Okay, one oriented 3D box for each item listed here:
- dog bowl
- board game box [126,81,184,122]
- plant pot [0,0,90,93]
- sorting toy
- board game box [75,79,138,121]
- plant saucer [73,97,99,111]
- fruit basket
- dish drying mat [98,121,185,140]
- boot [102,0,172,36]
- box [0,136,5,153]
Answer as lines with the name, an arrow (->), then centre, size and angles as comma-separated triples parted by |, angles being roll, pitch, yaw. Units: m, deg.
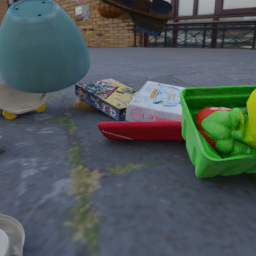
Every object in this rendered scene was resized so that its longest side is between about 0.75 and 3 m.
dog bowl -> -2.008, 1.668, 3.484 | 1.423, 0.417, 1.423 | -1, 19, 0
board game box -> 1.660, -0.692, 9.104 | 2.820, 0.582, 2.827 | 13, 26, 12
plant pot -> -2.774, -2.829, 8.863 | 2.984, 2.010, 2.984 | 1, 47, -1
sorting toy -> -4.431, -1.154, 10.498 | 2.165, 1.285, 2.405 | 7, 20, 40
board game box -> -0.522, -1.173, 10.733 | 1.844, 0.471, 2.722 | -16, 35, -39
plant saucer -> -1.371, -1.099, 11.458 | 1.754, 0.310, 1.754 | 0, 20, 0
fruit basket -> 2.519, -0.194, 5.257 | 2.898, 2.898, 2.090 | -4, 52, -10
dish drying mat -> 0.789, 0.089, 7.343 | 2.996, 0.273, 1.151 | 1, -19, 7
boot -> 0.173, -3.551, 8.751 | 2.239, 1.085, 0.836 | 18, 62, 3
box -> -4.182, 0.368, 7.123 | 1.394, 0.425, 1.760 | -18, 26, -41
